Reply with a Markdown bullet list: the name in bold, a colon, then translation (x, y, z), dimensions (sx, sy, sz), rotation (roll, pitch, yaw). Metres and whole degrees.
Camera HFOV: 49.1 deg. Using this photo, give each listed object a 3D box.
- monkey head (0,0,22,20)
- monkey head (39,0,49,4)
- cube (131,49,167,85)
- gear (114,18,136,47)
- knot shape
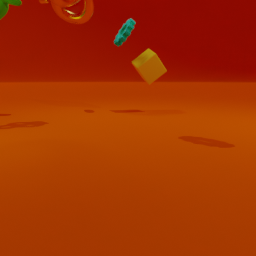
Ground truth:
- **monkey head**: translation (-3.394, -2.984, 6.320), dimensions (1.750, 1.055, 1.259), rotation (-18, -14, 0)
- **monkey head**: translation (-2.745, -4.433, 8.980), dimensions (0.739, 1.028, 0.619), rotation (43, -9, 7)
- **cube**: translation (0.821, -2.421, 11.036), dimensions (0.891, 0.891, 0.891), rotation (-37, 31, 6)
- **gear**: translation (-0.136, -3.590, 10.532), dimensions (0.201, 1.088, 1.088), rotation (31, -2, -23)
- **knot shape**: translation (-1.257, -3.563, 6.997), dimensions (1.634, 0.807, 1.746), rotation (-35, -27, -2)
